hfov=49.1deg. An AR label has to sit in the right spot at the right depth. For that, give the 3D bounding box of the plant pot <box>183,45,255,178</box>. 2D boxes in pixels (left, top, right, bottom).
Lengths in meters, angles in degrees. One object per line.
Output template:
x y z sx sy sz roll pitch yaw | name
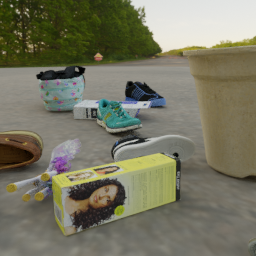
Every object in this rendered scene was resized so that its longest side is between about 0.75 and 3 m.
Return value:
2.608 -0.432 5.883 2.773 2.539 2.773 -5 14 1 | plant pot

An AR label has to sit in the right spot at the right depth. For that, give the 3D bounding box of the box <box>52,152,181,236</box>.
-0.103 0.957 4.420 2.048 0.771 0.513 -10 16 -29 | box

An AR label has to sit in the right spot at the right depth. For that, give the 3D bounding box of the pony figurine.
-1.238 0.811 4.727 1.147 0.989 1.188 -19 2 11 | pony figurine

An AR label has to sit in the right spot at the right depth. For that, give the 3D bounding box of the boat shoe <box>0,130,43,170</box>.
-3.036 0.505 5.816 2.431 0.875 0.821 -3 16 -14 | boat shoe

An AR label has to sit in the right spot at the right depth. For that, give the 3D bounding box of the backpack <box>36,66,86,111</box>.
-2.890 -1.770 12.471 2.323 1.762 2.784 -12 17 -6 | backpack

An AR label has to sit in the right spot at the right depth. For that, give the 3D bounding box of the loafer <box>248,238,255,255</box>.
1.837 1.477 3.494 0.772 0.290 0.269 3 3 -7 | loafer

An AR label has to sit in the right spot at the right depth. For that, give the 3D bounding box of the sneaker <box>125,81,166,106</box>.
0.751 -1.672 13.438 0.942 1.046 2.685 -12 19 -39 | sneaker

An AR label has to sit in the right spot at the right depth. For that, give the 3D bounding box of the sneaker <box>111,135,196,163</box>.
0.513 0.401 6.445 1.850 0.676 1.035 -6 16 -12 | sneaker

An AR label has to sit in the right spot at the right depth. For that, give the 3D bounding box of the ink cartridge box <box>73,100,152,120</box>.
-0.523 -0.696 10.836 2.869 0.562 1.427 1 15 10 | ink cartridge box

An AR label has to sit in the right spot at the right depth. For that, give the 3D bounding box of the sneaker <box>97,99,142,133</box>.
-0.410 -0.396 9.001 0.911 0.937 2.352 -10 19 -31 | sneaker
